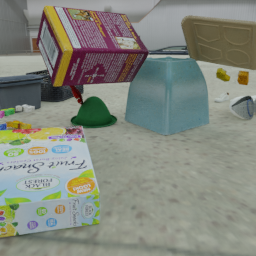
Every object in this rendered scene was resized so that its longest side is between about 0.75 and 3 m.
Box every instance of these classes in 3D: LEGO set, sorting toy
[{"bbox_3d":[-3.364,-0.226,8.358,0.775,0.721,1.890,9,13,17],"label":"LEGO set"},{"bbox_3d":[2.934,-2.310,8.495,2.188,0.393,2.937,14,-17,27],"label":"sorting toy"}]

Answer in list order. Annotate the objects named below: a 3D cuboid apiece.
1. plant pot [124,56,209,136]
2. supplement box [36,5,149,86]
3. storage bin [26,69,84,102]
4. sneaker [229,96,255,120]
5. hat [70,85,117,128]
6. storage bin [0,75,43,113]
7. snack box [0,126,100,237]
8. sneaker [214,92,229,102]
[{"bbox_3d":[1.262,-1.186,8.992,2.060,2.099,2.055,-13,21,-36],"label":"plant pot"},{"bbox_3d":[-0.924,-2.082,7.260,2.381,1.229,1.559,-8,59,-33],"label":"supplement box"},{"bbox_3d":[-3.382,-2.099,13.288,1.745,1.210,2.581,6,18,18],"label":"storage bin"},{"bbox_3d":[4.062,-0.757,10.036,0.984,0.842,2.260,5,9,40],"label":"sneaker"},{"bbox_3d":[-1.138,-0.985,9.052,1.563,1.661,1.887,-1,18,-2],"label":"hat"},{"bbox_3d":[-4.266,-1.301,10.681,1.893,1.271,1.378,-16,24,-42],"label":"storage bin"},{"bbox_3d":[-1.532,0.743,4.952,1.747,0.651,2.457,-4,25,-13],"label":"snack box"},{"bbox_3d":[4.135,-1.389,12.390,0.942,0.399,0.343,-17,26,-38],"label":"sneaker"}]
